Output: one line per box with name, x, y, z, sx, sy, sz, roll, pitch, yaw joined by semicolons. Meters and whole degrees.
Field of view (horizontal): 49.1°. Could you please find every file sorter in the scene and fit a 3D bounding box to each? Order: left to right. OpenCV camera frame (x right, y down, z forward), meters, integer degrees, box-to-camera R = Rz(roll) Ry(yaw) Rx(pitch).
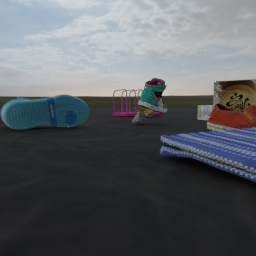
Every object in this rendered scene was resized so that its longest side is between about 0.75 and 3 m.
file sorter;0.477;-1.370;15.204;2.248;1.410;1.562;-3;5;-31

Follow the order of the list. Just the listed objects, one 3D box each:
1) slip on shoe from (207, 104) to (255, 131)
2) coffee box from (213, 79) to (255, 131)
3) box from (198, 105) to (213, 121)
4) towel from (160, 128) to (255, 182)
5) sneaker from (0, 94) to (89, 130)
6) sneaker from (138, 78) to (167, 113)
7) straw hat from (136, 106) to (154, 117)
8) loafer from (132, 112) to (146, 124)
slip on shoe;2.495;-0.134;5.507;0.754;0.623;2.036;-1;10;-41
coffee box;3.006;-0.456;6.059;2.123;1.200;0.848;6;8;45
box;3.338;-0.603;11.162;0.661;0.595;1.175;-1;5;-15
towel;2.101;0.283;3.221;2.914;0.348;2.110;-4;8;-24
sneaker;-2.450;-0.498;8.047;2.399;0.954;1.566;-3;7;-35
sneaker;0.932;-1.072;9.064;0.708;1.023;1.694;21;6;26
straw hat;1.036;-0.817;14.052;1.142;1.142;0.483;-3;48;-32
loafer;0.348;-0.328;9.315;0.301;0.344;0.957;-29;0;15
